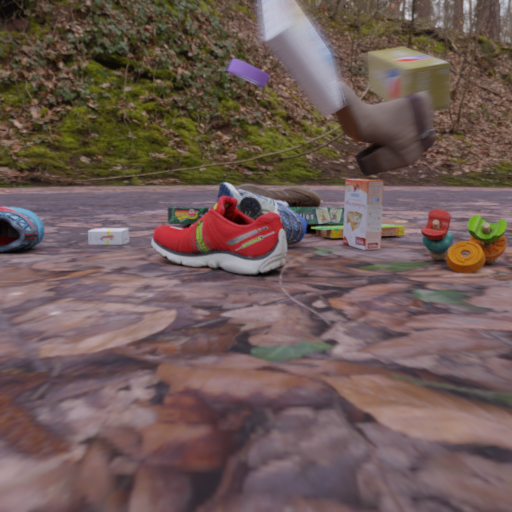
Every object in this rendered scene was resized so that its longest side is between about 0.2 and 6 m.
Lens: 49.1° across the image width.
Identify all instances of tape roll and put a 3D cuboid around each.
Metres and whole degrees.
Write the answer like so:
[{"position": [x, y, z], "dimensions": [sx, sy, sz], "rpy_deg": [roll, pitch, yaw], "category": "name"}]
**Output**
[{"position": [-0.159, -3.744, 11.495], "dimensions": [0.812, 0.266, 0.812], "rpy_deg": [24, 13, -6], "category": "tape roll"}]

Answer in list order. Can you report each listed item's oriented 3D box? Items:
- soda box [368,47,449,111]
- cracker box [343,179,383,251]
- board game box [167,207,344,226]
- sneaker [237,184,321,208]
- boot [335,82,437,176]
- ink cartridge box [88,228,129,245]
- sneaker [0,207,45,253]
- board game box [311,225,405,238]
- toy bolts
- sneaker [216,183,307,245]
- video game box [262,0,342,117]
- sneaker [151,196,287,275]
[{"position": [3.215, -3.854, 12.097], "dimensions": [0.862, 0.912, 2.693], "rpy_deg": [-10, 28, -3], "category": "soda box"}, {"position": [2.377, -0.940, 12.526], "dimensions": [0.439, 1.520, 1.018], "rpy_deg": [-3, 10, -19], "category": "cracker box"}, {"position": [0.134, -1.153, 16.330], "dimensions": [4.897, 0.574, 2.565], "rpy_deg": [1, 6, 7], "category": "board game box"}, {"position": [0.747, -1.859, 20.631], "dimensions": [3.225, 1.136, 1.218], "rpy_deg": [5, 37, 5], "category": "sneaker"}, {"position": [2.426, -2.545, 10.293], "dimensions": [1.610, 2.203, 0.774], "rpy_deg": [-30, 38, -1], "category": "boot"}, {"position": [-3.484, -0.462, 13.266], "dimensions": [0.820, 0.342, 0.595], "rpy_deg": [0, 9, 2], "category": "ink cartridge box"}, {"position": [-6.028, -0.589, 11.665], "dimensions": [2.869, 1.138, 1.371], "rpy_deg": [-2, 11, -8], "category": "sneaker"}, {"position": [2.590, -0.642, 14.458], "dimensions": [2.204, 0.330, 1.053], "rpy_deg": [0, 6, -15], "category": "board game box"}, {"position": [3.727, -0.075, 10.354], "dimensions": [1.450, 1.006, 1.385], "rpy_deg": [18, 59, 35], "category": "toy bolts"}, {"position": [0.019, -0.852, 13.537], "dimensions": [1.547, 1.399, 3.631], "rpy_deg": [7, 13, -25], "category": "sneaker"}, {"position": [0.671, -3.074, 8.279], "dimensions": [0.373, 1.450, 1.592], "rpy_deg": [-24, -43, 27], "category": "video game box"}, {"position": [-0.683, -0.456, 10.267], "dimensions": [3.032, 1.287, 1.167], "rpy_deg": [7, 11, 36], "category": "sneaker"}]
